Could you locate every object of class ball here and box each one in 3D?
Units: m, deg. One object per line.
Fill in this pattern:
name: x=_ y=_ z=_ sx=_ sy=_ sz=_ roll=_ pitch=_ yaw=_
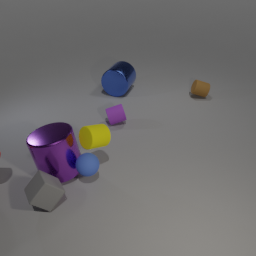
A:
ball: x=-1.197 y=1.082 z=8.290 sx=0.700 sy=0.700 sz=0.700 roll=0 pitch=32 yaw=0

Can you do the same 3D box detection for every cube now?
cube: x=-2.268 y=1.702 z=7.617 sx=0.700 sy=0.700 sz=0.700 roll=-53 pitch=39 yaw=0

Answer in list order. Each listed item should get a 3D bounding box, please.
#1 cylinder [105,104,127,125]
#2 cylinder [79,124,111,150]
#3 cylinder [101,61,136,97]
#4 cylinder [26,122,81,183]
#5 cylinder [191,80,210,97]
cylinder: x=-0.488 y=-0.558 z=11.486 sx=0.700 sy=0.700 sz=0.700 roll=-18 pitch=33 yaw=-1
cylinder: x=-0.998 y=0.254 z=8.405 sx=0.700 sy=0.700 sz=0.700 roll=-9 pitch=29 yaw=-44
cylinder: x=-0.447 y=-2.475 z=14.049 sx=1.400 sy=1.400 sz=1.400 roll=10 pitch=33 yaw=15
cylinder: x=-2.217 y=0.751 z=8.637 sx=1.400 sy=1.400 sz=1.400 roll=-9 pitch=29 yaw=5
cylinder: x=3.513 y=-1.922 z=13.592 sx=0.700 sy=0.700 sz=0.700 roll=15 pitch=31 yaw=-8
